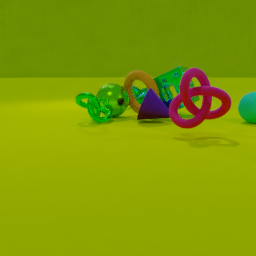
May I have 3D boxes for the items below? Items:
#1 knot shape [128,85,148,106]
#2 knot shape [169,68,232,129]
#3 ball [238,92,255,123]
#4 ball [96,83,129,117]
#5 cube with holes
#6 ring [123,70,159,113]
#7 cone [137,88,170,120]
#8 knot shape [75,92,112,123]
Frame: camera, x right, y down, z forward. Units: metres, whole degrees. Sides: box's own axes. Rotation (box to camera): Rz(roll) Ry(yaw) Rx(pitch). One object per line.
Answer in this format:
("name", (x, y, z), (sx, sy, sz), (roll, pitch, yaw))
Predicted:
("knot shape", (0.819, -1.358, 12.316), (1.955, 0.965, 2.089), (2, 4, -32))
("knot shape", (1.811, -0.639, 6.841), (1.388, 1.483, 0.685), (16, 10, -2))
("ball", (4.021, -0.644, 8.880), (0.996, 0.996, 0.996), (0, 11, 0))
("ball", (-0.558, -0.990, 10.039), (1.209, 1.209, 1.209), (0, 11, 0))
("cube with holes", (1.676, -1.346, 10.309), (1.349, 1.349, 1.349), (-22, 1, 24))
("ring", (0.447, -1.243, 9.996), (0.329, 1.645, 1.645), (-27, 26, -37))
("cone", (1.016, -0.556, 8.966), (1.110, 1.106, 1.106), (24, 15, 8))
("knot shape", (-1.048, -0.607, 9.111), (1.211, 0.598, 1.294), (43, -1, 22))
